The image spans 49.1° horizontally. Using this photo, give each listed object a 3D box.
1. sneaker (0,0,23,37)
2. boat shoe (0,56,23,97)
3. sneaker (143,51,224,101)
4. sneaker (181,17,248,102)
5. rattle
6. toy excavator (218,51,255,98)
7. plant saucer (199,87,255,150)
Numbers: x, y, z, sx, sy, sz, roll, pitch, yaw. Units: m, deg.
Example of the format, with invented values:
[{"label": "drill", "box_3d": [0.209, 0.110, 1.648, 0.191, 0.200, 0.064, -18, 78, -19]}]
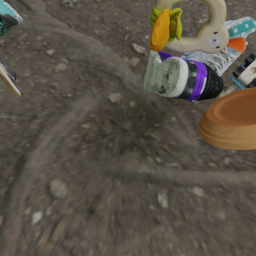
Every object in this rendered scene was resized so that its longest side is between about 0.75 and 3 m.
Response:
[{"label": "sneaker", "box_3d": [-2.908, -2.372, 6.354, 0.805, 0.685, 1.766, -53, 23, -5]}, {"label": "boat shoe", "box_3d": [-2.401, -1.057, 5.639, 0.299, 0.332, 0.922, -41, 94, -32]}, {"label": "sneaker", "box_3d": [1.245, -1.134, 6.484, 1.387, 0.969, 2.788, 8, 18, -13]}, {"label": "sneaker", "box_3d": [2.321, -1.924, 7.268, 1.102, 1.274, 2.940, 43, 68, -24]}, {"label": "rattle", "box_3d": [1.659, -1.880, 5.643, 2.398, 1.561, 1.713, 26, 22, -15]}, {"label": "toy excavator", "box_3d": [2.387, -0.992, 5.888, 0.522, 1.045, 1.016, 44, 98, 7]}, {"label": "plant saucer", "box_3d": [1.827, -0.232, 4.205, 1.574, 0.295, 1.574, -18, 25, 9]}]
